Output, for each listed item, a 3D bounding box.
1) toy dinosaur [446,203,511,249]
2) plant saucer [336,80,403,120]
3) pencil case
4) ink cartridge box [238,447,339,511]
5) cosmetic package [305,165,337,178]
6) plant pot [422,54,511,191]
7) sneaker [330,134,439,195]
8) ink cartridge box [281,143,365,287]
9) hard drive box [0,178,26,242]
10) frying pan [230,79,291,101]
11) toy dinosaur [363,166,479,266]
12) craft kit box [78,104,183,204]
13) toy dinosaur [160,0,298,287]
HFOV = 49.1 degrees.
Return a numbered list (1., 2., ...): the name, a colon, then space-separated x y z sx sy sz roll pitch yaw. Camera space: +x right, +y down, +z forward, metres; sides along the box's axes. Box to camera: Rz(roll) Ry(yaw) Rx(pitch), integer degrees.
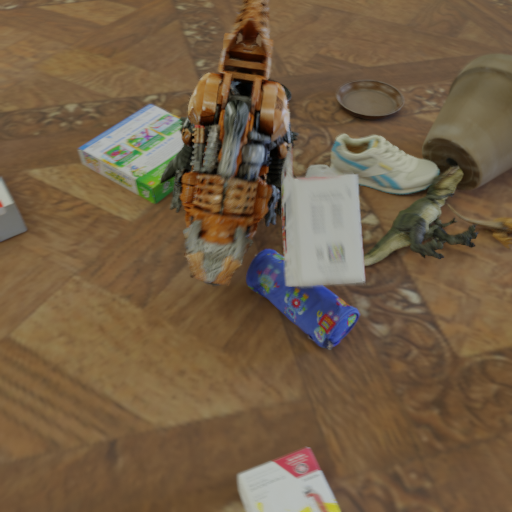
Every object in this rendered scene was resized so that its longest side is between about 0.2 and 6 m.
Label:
1. toy dinosaur: 4.503 -0.541 10.424 1.759 0.531 0.934 5 22 -2
2. plant saucer: 2.718 -3.715 13.448 1.586 0.254 1.586 -1 47 1
3. pencil case: 0.697 0.699 8.959 1.963 0.852 0.766 37 25 30
4. ink cartridge box: 0.481 3.194 6.753 0.999 0.574 1.376 -16 49 -15
5. cosmetic package: 1.281 -1.438 10.891 0.449 0.545 0.450 9 71 51
6. plant pot: 4.476 -2.431 11.149 2.319 2.319 2.013 36 73 29
7. sneaker: 2.570 -1.867 11.248 2.175 0.878 0.832 11 49 13
8. ink cartridge box: 0.823 -0.474 7.638 0.838 1.999 1.755 -4 87 -1
9. hard drive box: -5.475 -0.988 10.538 1.558 0.768 1.999 -27 53 -22
10. frying pan: 0.149 -3.571 12.947 1.471 0.396 2.431 4 41 -12
11. toy dinosaur: 2.945 -0.446 10.041 3.377 0.801 1.488 -34 39 -24
12. craft kit box: -2.204 -2.251 11.930 2.158 0.530 2.185 27 53 27
13. toy dinosaur: -0.184 -2.001 9.296 2.591 3.442 5.072 29 80 2
